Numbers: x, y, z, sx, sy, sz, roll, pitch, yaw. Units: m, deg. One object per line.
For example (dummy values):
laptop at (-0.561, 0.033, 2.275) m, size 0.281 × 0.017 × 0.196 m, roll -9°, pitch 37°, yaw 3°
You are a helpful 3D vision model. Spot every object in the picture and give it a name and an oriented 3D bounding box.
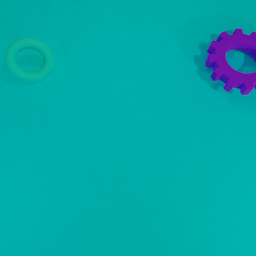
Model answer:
ring at (-2.764, -1.940, 7.930) m, size 1.331 × 1.331 × 0.266 m, roll -21°, pitch 44°, yaw -2°
gear at (3.266, -1.928, 8.051) m, size 1.987 × 0.367 × 1.987 m, roll 1°, pitch 70°, yaw -2°
